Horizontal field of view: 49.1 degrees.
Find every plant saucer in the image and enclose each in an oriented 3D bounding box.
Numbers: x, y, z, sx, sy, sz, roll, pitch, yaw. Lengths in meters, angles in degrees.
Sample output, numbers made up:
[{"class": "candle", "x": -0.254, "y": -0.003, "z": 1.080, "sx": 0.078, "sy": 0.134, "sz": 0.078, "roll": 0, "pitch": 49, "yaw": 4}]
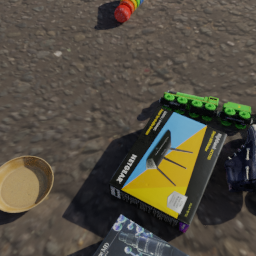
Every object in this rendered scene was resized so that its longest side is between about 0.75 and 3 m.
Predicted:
[{"class": "plant saucer", "x": -2.754, "y": 1.489, "z": 7.346, "sx": 1.636, "sy": 0.290, "sz": 1.636, "roll": 0, "pitch": 51, "yaw": 0}]

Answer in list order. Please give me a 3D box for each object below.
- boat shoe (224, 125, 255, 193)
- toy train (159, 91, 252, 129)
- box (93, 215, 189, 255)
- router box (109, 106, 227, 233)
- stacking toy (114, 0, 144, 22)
[{"class": "boat shoe", "x": 3.165, "y": 0.767, "z": 7.627, "sx": 1.084, "sy": 0.873, "sz": 2.338, "roll": -6, "pitch": 34, "yaw": 20}, {"class": "toy train", "x": 2.468, "y": -0.678, "z": 8.971, "sx": 2.916, "sy": 0.608, "sz": 0.822, "roll": 15, "pitch": 42, "yaw": 12}, {"class": "box", "x": 0.254, "y": 2.949, "z": 5.648, "sx": 1.873, "sy": 1.003, "sz": 1.390, "roll": 25, "pitch": 52, "yaw": 20}, {"class": "router box", "x": 1.117, "y": 0.929, "z": 7.434, "sx": 2.128, "sy": 0.729, "sz": 2.853, "roll": 24, "pitch": 57, "yaw": 15}, {"class": "stacking toy", "x": 0.117, "y": -5.824, "z": 13.003, "sx": 1.128, "sy": 1.128, "sz": 2.643, "roll": 17, "pitch": 60, "yaw": 13}]
